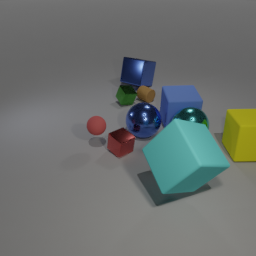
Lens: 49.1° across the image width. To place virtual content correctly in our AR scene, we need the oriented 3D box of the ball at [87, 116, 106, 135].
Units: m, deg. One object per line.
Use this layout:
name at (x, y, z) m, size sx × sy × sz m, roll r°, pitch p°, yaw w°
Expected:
ball at (-1.119, -0.084, 9.942) m, size 0.700 × 0.700 × 0.700 m, roll 0°, pitch 28°, yaw 0°

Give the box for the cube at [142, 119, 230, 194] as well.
cube at (1.511, 0.782, 7.466) m, size 1.400 × 1.400 × 1.400 m, roll 8°, pitch 47°, yaw -42°

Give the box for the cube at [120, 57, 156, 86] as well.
cube at (0.580, -3.202, 15.935) m, size 1.400 × 1.400 × 1.400 m, roll 18°, pitch 17°, yaw 30°

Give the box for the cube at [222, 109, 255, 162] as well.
cube at (4.294, 0.224, 9.880) m, size 1.400 × 1.400 × 1.400 m, roll -1°, pitch 27°, yaw 0°

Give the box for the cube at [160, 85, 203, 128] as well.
cube at (2.185, -0.864, 11.798) m, size 1.400 × 1.400 × 1.400 m, roll -2°, pitch 35°, yaw -4°

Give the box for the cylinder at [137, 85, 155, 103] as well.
cylinder at (0.915, -1.728, 14.239) m, size 0.700 × 0.700 × 0.700 m, roll -24°, pitch 40°, yaw -36°

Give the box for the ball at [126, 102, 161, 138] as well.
ball at (0.602, -0.301, 10.965) m, size 1.400 × 1.400 × 1.400 m, roll 0°, pitch 28°, yaw 0°

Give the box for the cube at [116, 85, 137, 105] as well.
cube at (-0.084, -1.618, 13.771) m, size 0.700 × 0.700 × 0.700 m, roll -5°, pitch 47°, yaw -33°

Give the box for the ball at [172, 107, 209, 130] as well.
ball at (2.349, -0.108, 10.588) m, size 1.400 × 1.400 × 1.400 m, roll 0°, pitch 28°, yaw 0°

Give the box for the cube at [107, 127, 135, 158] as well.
cube at (-0.250, 0.521, 10.027) m, size 0.700 × 0.700 × 0.700 m, roll -23°, pitch 46°, yaw -36°
